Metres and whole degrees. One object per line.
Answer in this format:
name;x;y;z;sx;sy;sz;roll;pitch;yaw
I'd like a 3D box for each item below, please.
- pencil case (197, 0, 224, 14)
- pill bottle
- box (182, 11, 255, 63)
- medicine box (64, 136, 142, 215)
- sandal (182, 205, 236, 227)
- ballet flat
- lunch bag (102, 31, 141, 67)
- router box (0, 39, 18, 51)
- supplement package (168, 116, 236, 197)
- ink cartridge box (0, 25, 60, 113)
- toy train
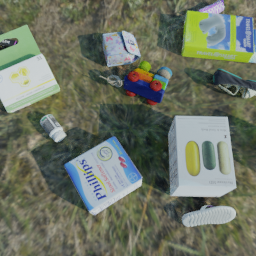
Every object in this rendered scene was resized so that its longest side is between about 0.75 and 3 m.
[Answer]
pencil case;3.326;-4.727;11.262;1.168;0.500;0.490;-31;74;-11
pill bottle;-2.475;0.012;9.256;0.496;0.496;0.877;-36;71;-14
box;3.552;-3.443;10.629;2.856;0.680;1.741;7;68;4
medicine box;-0.721;1.428;8.432;1.762;0.907;1.605;-30;70;-12
sandal;2.353;2.502;8.233;1.595;0.649;0.392;-6;29;-2
ballet flat;3.962;-1.447;9.829;2.087;0.763;0.763;18;68;1
lunch bag;-0.247;-2.970;10.367;1.269;0.807;1.076;-8;68;-10
router box;-4.538;-2.958;10.327;1.125;0.839;0.287;12;68;5
supplement package;2.082;0.884;8.311;1.558;1.546;2.053;1;67;1
ink cartridge box;-3.770;-2.087;9.586;1.919;0.633;2.638;-26;95;-10
toy train;0.326;-1.868;9.865;2.325;0.984;1.345;24;59;10
